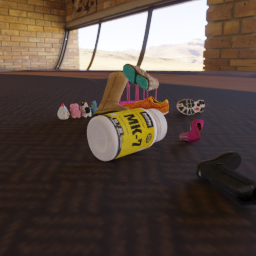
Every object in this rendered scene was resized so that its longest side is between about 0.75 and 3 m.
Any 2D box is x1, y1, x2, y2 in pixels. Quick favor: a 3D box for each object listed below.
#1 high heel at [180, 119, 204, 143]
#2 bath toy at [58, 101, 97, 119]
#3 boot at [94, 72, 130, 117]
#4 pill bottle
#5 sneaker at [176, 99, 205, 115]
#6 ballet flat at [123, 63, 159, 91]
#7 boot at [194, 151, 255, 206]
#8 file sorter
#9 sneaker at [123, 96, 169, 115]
[{"bbox_3d":[2.620,0.104,10.290,0.797,0.559,1.658,0,26,41],"label":"high heel"},{"bbox_3d":[-2.484,-0.904,13.719,1.976,0.730,0.859,-9,17,-28],"label":"bath toy"},{"bbox_3d":[-0.428,-1.544,12.823,2.100,2.398,0.793,3,-29,34],"label":"boot"},{"bbox_3d":[0.036,0.106,8.766,2.358,1.348,1.348,-15,21,-40],"label":"pill bottle"},{"bbox_3d":[3.167,-1.046,14.629,2.014,0.812,0.840,-2,-3,-41],"label":"sneaker"},{"bbox_3d":[0.519,-2.011,11.100,0.695,0.704,2.068,-9,38,-29],"label":"ballet flat"},{"bbox_3d":[2.574,1.119,6.500,1.404,0.559,1.703,-17,15,-17],"label":"boot"},{"bbox_3d":[0.274,-1.985,16.174,2.415,1.514,1.678,-7,16,-23],"label":"file sorter"},{"bbox_3d":[0.915,-1.205,14.462,2.424,0.935,0.885,2,16,14],"label":"sneaker"}]
